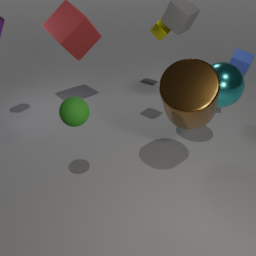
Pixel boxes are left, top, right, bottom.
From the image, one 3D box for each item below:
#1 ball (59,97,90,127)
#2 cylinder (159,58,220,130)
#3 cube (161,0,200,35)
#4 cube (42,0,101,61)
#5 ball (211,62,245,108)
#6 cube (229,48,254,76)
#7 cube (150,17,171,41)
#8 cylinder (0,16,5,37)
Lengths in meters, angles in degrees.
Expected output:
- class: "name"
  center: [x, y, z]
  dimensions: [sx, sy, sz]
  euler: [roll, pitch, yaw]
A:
- class: "ball"
  center: [-1.249, -0.377, 6.528]
  dimensions: [0.700, 0.700, 0.700]
  euler: [0, 30, 0]
- class: "cylinder"
  center: [1.567, -0.812, 7.120]
  dimensions: [1.400, 1.400, 1.400]
  euler: [-4, 72, 13]
- class: "cube"
  center: [1.538, -3.298, 8.231]
  dimensions: [0.700, 0.700, 0.700]
  euler: [44, 51, 12]
- class: "cube"
  center: [-2.206, -3.851, 11.146]
  dimensions: [1.400, 1.400, 1.400]
  euler: [-46, 65, 4]
- class: "ball"
  center: [2.876, -1.329, 8.706]
  dimensions: [1.400, 1.400, 1.400]
  euler: [0, 30, 0]
- class: "cube"
  center: [4.179, -2.419, 10.492]
  dimensions: [0.700, 0.700, 0.700]
  euler: [26, 52, 12]
- class: "cube"
  center: [1.572, -4.551, 12.801]
  dimensions: [0.700, 0.700, 0.700]
  euler: [-48, 9, -22]
- class: "cylinder"
  center: [-4.446, -3.305, 9.077]
  dimensions: [0.700, 0.700, 0.700]
  euler: [23, 24, -11]
